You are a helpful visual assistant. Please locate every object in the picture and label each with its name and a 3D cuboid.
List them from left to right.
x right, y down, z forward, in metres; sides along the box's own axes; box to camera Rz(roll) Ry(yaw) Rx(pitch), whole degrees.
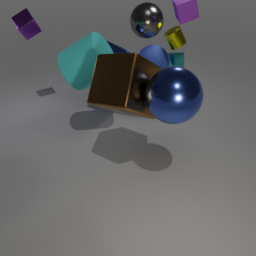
[{"bbox_3d":[-3.882,-3.970,10.742,0.700,0.700,0.700,-33,69,-1],"label":"cube"},{"bbox_3d":[-1.288,-2.128,9.026,1.400,1.400,1.400,-24,26,22],"label":"cylinder"},{"bbox_3d":[-0.658,-2.548,11.239,1.400,1.400,1.400,29,8,15],"label":"cube"},{"bbox_3d":[-0.030,-1.116,7.610,1.400,1.400,1.400,11,-2,40],"label":"cube"},{"bbox_3d":[0.771,-4.412,11.535,1.400,1.400,1.400,0,32,0],"label":"ball"},{"bbox_3d":[1.065,-2.848,12.014,1.400,1.400,1.400,0,32,0],"label":"ball"},{"bbox_3d":[2.105,-3.106,12.909,0.700,0.700,0.700,-21,28,-35],"label":"cube"},{"bbox_3d":[1.118,-0.789,6.838,1.400,1.400,1.400,0,32,0],"label":"ball"},{"bbox_3d":[1.933,-3.666,11.409,0.700,0.700,0.700,-26,30,16],"label":"cylinder"},{"bbox_3d":[2.033,-4.215,9.879,0.700,0.700,0.700,-19,41,8],"label":"cube"}]
